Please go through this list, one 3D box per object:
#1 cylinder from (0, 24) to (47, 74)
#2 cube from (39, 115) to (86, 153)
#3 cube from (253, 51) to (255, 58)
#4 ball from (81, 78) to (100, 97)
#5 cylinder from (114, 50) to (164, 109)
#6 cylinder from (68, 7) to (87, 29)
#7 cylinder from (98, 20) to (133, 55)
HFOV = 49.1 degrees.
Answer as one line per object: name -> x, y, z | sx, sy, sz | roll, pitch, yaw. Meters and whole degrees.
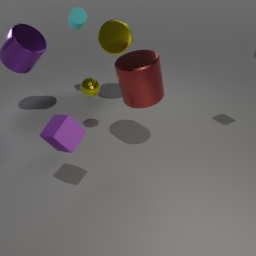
cylinder -> -4.171, -3.124, 11.112 | 1.400, 1.400, 1.400 | 25, 48, -31
cube -> -1.666, 0.140, 7.166 | 0.700, 0.700, 0.700 | 4, 55, 44
cube -> 4.691, -2.534, 9.137 | 0.700, 0.700, 0.700 | -30, 60, -12
ball -> -1.384, -1.488, 10.265 | 0.700, 0.700, 0.700 | 0, 31, 0
cylinder -> 0.390, -1.575, 8.984 | 1.400, 1.400, 1.400 | -9, 37, 7
cylinder -> -2.166, -4.658, 11.930 | 0.700, 0.700, 0.700 | -11, 4, -18
cylinder -> -0.524, -3.970, 12.248 | 1.400, 1.400, 1.400 | 2, 19, 3
